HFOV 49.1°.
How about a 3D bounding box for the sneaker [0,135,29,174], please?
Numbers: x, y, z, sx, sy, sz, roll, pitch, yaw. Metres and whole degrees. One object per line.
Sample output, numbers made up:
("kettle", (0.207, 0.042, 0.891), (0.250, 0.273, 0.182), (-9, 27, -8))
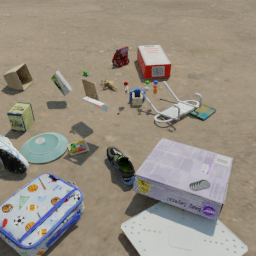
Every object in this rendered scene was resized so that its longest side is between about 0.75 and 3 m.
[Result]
("sneaker", (-4.407, 0.797, 10.124), (2.554, 0.918, 0.926), (26, 36, 26))

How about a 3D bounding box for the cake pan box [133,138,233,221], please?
("cake pan box", (1.870, 1.420, 9.014), (2.611, 0.741, 2.835), (17, 28, 18))

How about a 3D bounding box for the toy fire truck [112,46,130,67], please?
("toy fire truck", (-0.456, -4.332, 16.931), (1.208, 1.014, 0.677), (-29, 45, -33))

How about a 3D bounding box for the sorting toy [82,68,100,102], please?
("sorting toy", (-1.524, -1.711, 11.440), (0.209, 1.420, 1.049), (-31, 40, -29))

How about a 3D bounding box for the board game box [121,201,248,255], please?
("board game box", (1.446, 3.017, 7.567), (2.447, 0.317, 2.448), (-21, 42, -27))

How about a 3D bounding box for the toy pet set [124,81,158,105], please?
("toy pet set", (0.572, -1.834, 13.212), (1.540, 1.437, 0.818), (0, 45, 0))

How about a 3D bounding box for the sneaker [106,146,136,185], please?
("sneaker", (-0.201, 1.161, 9.720), (0.634, 0.741, 1.788), (-16, 39, -23))

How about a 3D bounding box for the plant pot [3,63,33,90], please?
("plant pot", (-5.821, -2.656, 14.718), (0.963, 1.087, 1.088), (-3, 35, 16))

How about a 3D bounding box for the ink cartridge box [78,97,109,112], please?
("ink cartridge box", (-1.282, -0.968, 10.326), (0.860, 1.074, 0.254), (23, 86, 22))

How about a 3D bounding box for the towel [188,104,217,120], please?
("towel", (3.422, -0.746, 12.843), (0.836, 0.124, 1.139), (29, 44, 33))

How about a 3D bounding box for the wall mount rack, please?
("wall mount rack", (1.965, -1.230, 12.786), (2.638, 0.983, 2.292), (-27, 35, -33))

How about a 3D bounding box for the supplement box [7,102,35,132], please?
("supplement box", (-4.473, -0.454, 11.764), (0.611, 0.910, 0.909), (6, 37, 8))

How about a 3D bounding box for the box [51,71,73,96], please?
("box", (-3.141, -2.083, 13.223), (0.198, 1.087, 0.785), (-41, 9, -33))

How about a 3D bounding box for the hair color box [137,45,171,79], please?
("hair color box", (1.474, -3.953, 16.516), (1.484, 0.895, 2.924), (-4, 38, -5))

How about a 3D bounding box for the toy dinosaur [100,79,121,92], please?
("toy dinosaur", (-1.006, -2.312, 14.714), (0.723, 0.416, 1.430), (-19, 40, -26))

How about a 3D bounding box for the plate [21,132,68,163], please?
("plate", (-3.234, 0.667, 10.772), (1.796, 0.230, 1.796), (-2, 38, 2))

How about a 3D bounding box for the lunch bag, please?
("lunch bag", (-2.416, 2.378, 7.985), (1.888, 0.890, 2.356), (23, 43, 26))

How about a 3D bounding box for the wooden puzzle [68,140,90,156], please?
("wooden puzzle", (-1.920, 0.735, 10.807), (0.756, 0.141, 0.699), (-11, 38, -15))
